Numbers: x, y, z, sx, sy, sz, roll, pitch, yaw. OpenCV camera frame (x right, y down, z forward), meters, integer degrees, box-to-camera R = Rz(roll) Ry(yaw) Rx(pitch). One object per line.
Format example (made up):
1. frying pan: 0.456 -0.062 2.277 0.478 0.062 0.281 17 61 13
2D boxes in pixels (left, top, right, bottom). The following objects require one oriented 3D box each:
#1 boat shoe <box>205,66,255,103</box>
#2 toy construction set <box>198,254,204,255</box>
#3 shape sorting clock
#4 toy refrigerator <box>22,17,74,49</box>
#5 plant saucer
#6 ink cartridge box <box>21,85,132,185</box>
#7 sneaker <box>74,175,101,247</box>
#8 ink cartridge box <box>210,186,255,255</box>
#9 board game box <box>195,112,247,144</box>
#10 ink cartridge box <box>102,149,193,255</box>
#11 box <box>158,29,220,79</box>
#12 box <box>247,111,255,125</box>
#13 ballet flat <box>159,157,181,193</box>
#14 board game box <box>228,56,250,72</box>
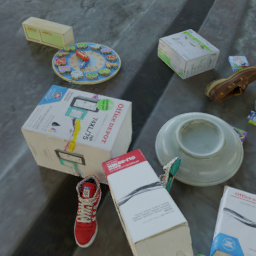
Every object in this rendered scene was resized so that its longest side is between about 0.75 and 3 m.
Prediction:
1. boat shoe: 4.134 -1.597 10.712 2.417 0.870 0.816 -24 59 -13
2. toy construction set: 1.922 3.688 5.963 1.416 1.537 1.843 14 39 -11
3. shape sorting clock: -1.751 -2.851 11.931 2.892 0.567 2.892 0 49 0
4. toy refrigerator: -3.726 -4.401 13.080 2.281 0.866 0.798 20 52 16
5. plant saucer: 2.240 0.437 8.810 2.756 0.692 2.756 -3 53 4
6. ink cartridge box: -1.338 0.213 8.384 2.567 1.874 1.883 13 52 11
7. sneaker: -1.079 2.093 7.351 0.633 1.000 1.777 3 49 3
8. ink cartridge box: 3.020 2.419 7.235 1.289 0.754 2.222 16 51 14
9. board game box: 2.929 0.206 9.493 1.889 0.305 1.134 24 57 19
10. ink cartridge box: 0.383 1.996 6.324 1.076 1.855 2.571 -20 31 -10
11. box: 2.539 -3.215 11.986 1.731 0.948 1.962 -23 53 -19
12. box: 4.672 -0.267 9.937 0.795 0.189 0.485 29 55 23
13. ballet flat: 1.142 1.350 8.103 0.389 0.460 1.216 13 68 37
14. board game box: 4.825 -2.775 12.128 0.706 0.171 0.933 -1 48 0
